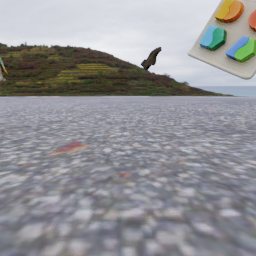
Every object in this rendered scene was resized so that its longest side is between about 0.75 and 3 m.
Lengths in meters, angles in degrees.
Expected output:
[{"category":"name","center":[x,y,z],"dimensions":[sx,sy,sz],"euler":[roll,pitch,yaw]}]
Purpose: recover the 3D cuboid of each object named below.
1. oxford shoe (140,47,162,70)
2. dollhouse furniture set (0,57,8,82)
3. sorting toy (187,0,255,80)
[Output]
[{"category":"oxford shoe","center":[0.947,-2.565,10.410],"dimensions":[0.383,0.445,1.053],"euler":[-19,-21,-49]},{"category":"dollhouse furniture set","center":[-3.612,-1.625,6.496],"dimensions":[2.089,1.044,0.806],"euler":[2,24,14]},{"category":"sorting toy","center":[2.944,-2.618,7.490],"dimensions":[2.115,2.284,0.417],"euler":[38,7,39]}]
